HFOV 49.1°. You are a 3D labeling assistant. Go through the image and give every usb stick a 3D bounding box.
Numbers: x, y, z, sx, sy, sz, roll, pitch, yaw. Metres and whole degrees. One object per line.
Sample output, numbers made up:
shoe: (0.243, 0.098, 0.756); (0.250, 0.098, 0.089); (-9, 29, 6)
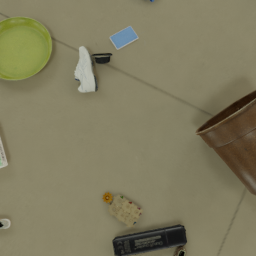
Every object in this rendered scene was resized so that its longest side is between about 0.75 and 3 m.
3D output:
usb stick: (0.806, 4.103, 10.182); (2.706, 0.441, 0.750); (-10, 84, -2)

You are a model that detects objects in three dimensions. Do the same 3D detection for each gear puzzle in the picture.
gear puzzle: (-0.298, 3.004, 10.553); (1.618, 0.212, 0.838); (31, 82, 9)

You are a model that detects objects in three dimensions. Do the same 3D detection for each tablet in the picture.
tablet: (-0.174, -3.891, 12.071); (1.081, 0.074, 0.704); (-31, 79, -7)

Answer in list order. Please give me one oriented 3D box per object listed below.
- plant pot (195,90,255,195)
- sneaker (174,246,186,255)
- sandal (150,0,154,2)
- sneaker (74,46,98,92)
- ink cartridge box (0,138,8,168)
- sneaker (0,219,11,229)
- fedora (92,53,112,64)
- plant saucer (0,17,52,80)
plant pot: (4.452, 0.529, 9.813); (2.983, 2.983, 2.953); (-35, 87, -7)
sneaker: (1.741, 4.813, 10.019); (0.417, 0.447, 1.184); (23, 79, 5)
sandal: (0.771, -5.891, 12.315); (1.198, 0.476, 0.522); (13, 82, 4)
sneaker: (-1.810, -2.395, 11.438); (0.878, 0.751, 2.016); (-12, 78, 2)
ink cartridge box: (-6.198, 0.909, 10.786); (2.581, 0.646, 2.077); (-20, 78, -6)
sneaker: (-4.942, 3.516, 10.263); (1.118, 0.514, 0.423); (-4, 77, 0)
fedora: (-1.065, -2.875, 11.618); (0.876, 0.876, 0.400); (-3, 109, -1)
plant saucer: (-4.580, -3.264, 11.724); (2.900, 0.451, 2.900); (0, 76, 0)
